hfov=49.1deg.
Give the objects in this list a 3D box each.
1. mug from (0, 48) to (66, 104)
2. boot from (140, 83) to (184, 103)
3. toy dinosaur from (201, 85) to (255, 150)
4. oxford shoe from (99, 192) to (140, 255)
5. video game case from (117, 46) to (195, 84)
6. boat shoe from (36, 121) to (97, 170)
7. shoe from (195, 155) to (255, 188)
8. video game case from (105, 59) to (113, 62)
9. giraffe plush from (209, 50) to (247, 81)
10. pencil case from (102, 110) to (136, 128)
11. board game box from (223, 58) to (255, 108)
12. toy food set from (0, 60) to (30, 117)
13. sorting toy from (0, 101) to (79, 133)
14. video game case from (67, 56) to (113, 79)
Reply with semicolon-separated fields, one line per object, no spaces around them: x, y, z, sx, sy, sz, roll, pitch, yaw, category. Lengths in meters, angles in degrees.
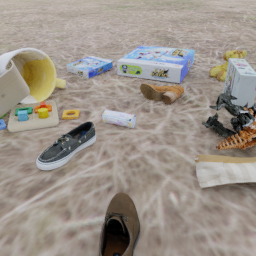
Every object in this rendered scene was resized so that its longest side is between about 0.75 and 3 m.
-3.442;-1.640;9.323;1.768;2.154;1.725;19;68;44;mug
1.160;-1.291;9.376;1.312;0.503;1.019;20;36;30;boot
2.814;-0.110;6.861;1.625;1.223;2.394;38;23;25;toy dinosaur
-0.112;1.526;4.352;0.611;0.710;1.681;-1;29;2;oxford shoe
1.274;-2.796;11.828;2.587;0.649;2.855;12;32;18;video game case
-1.416;0.356;6.538;0.599;0.494;1.745;21;36;29;boat shoe
2.524;0.899;5.581;2.382;0.833;0.636;2;72;0;shoe
-1.170;-2.988;12.709;0.746;0.090;0.819;11;32;18;video game case
3.950;-2.477;10.807;1.375;1.115;1.187;26;39;37;giraffe plush
-0.239;-0.251;7.703;0.921;0.383;0.418;11;12;20;pencil case
3.443;-1.318;8.683;0.546;1.253;1.698;3;30;4;board game box
-3.579;-0.999;7.738;0.486;1.155;1.609;36;68;23;toy food set
-2.715;-0.449;8.078;2.586;0.352;1.456;-9;31;-14;sorting toy
-1.589;-2.573;11.682;1.301;0.326;1.435;22;40;33;video game case
